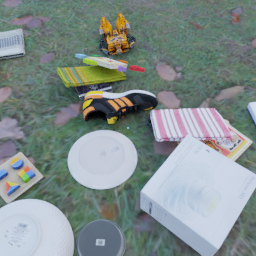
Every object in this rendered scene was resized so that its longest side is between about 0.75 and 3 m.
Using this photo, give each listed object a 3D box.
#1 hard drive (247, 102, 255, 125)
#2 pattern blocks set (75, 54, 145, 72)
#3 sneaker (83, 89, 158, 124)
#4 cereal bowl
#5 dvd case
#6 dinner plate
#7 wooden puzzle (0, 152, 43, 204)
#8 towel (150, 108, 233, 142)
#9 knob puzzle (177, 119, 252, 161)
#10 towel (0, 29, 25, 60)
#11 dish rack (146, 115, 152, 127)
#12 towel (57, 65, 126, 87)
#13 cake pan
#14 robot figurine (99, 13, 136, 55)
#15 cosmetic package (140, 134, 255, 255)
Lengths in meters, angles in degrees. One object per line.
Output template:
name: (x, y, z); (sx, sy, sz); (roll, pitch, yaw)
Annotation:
hard drive: (5.898, 0.159, 10.356); (1.928, 0.371, 2.922); (-5, 52, -4)
pattern blocks set: (-0.882, -2.800, 12.095); (2.407, 0.222, 2.739); (-7, 27, -40)
sneaker: (-0.309, -0.677, 10.706); (2.903, 1.015, 1.306); (1, 58, 7)
cereal bowl: (-2.887, 3.122, 7.558); (2.711, 1.129, 2.711); (0, 52, 0)
dvd case: (-1.654, -2.081, 12.265); (1.433, 0.154, 1.927); (-17, 54, -13)
dinner plate: (-0.891, 0.977, 9.796); (2.446, 0.297, 2.446); (1, 52, -1)
wooden puzzle: (-3.787, 1.563, 9.275); (1.473, 0.341, 1.364); (37, 61, 26)
towel: (2.156, -0.095, 9.999); (2.619, 0.392, 1.917); (-2, 31, 0)
knob puzzle: (2.896, 0.317, 10.232); (2.769, 0.384, 2.769); (0, 52, 0)
towel: (-6.289, -4.102, 13.704); (2.342, 0.404, 2.255); (-13, 53, -9)
dish rack: (1.195, -0.231, 10.770); (0.895, 0.244, 0.686); (20, 56, 13)
towel: (-1.510, -2.328, 11.929); (2.816, 0.254, 1.212); (-13, 52, -31)
cake pan: (-0.784, 3.271, 7.980); (1.423, 0.261, 1.423); (0, 52, 0)
robot figurine: (-0.619, -4.586, 13.819); (1.847, 0.741, 2.547); (-13, 53, 1)
cosmetic package: (2.030, 1.927, 8.174); (2.425, 1.491, 2.417); (33, 63, 22)
